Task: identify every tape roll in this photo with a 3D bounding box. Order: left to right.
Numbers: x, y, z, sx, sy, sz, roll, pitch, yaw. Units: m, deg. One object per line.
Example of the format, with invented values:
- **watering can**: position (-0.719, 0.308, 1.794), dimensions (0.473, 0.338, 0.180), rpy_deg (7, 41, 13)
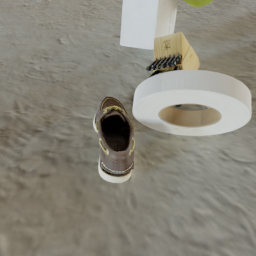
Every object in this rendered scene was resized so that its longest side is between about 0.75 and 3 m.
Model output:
- **tape roll**: position (1.318, -0.421, 6.003), dimensions (2.468, 2.468, 0.451), rpy_deg (5, 71, 6)

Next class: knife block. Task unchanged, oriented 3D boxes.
- **knife block**: position (1.404, -1.400, 8.247), dimensions (0.865, 2.704, 2.374), rpy_deg (-5, 77, 28)

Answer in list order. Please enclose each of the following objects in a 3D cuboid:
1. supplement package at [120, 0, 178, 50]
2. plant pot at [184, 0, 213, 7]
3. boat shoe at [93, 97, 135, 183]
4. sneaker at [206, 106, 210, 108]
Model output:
- **supplement package**: position (0.770, -3.783, 10.033), dimensions (1.340, 1.742, 1.822), rpy_deg (16, 23, 25)
- **plant pot**: position (2.010, -5.295, 9.429), dimensions (1.993, 1.865, 1.865), rpy_deg (-5, 33, -43)
- **boat shoe**: position (-0.310, -0.006, 6.558), dimensions (0.978, 0.810, 2.723), rpy_deg (4, 38, -9)
- **sneaker**: position (2.281, -0.800, 7.878), dimensions (0.285, 0.310, 0.775), rpy_deg (-7, 52, -43)
